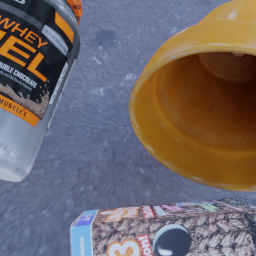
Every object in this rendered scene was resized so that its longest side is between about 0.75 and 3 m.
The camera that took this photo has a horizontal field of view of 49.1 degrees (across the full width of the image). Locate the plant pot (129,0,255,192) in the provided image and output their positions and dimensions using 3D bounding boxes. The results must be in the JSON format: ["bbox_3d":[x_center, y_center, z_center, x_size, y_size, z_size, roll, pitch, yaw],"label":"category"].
[{"bbox_3d":[1.549,-0.696,4.199,2.464,2.464,2.256,17,50,12],"label":"plant pot"}]

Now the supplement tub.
[{"bbox_3d":[-1.750,-0.840,3.969,1.756,1.756,2.867,12,69,9],"label":"supplement tub"}]

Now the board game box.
[{"bbox_3d":[0.572,1.816,3.165,2.226,1.078,1.775,-5,81,-2],"label":"board game box"}]
